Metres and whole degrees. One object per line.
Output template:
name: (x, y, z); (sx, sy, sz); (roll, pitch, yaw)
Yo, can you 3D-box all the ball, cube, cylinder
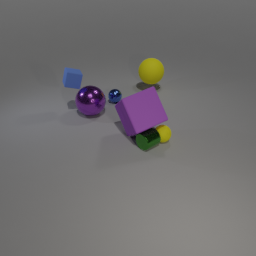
ball: (-1.721, -1.252, 12.888); (1.400, 1.400, 1.400); (0, 31, 0)
ball: (1.262, -3.083, 15.228); (1.400, 1.400, 1.400); (0, 31, 0)
cube: (-2.491, -2.229, 12.545); (0.700, 0.700, 0.700); (5, 27, -24)
cylinder: (0.775, 0.425, 10.736); (0.700, 0.700, 0.700); (-24, 38, -34)
ball: (1.366, 0.222, 11.086); (0.700, 0.700, 0.700); (0, 31, 0)
ball: (-0.657, -1.630, 14.191); (0.700, 0.700, 0.700); (0, 31, 0)
cube: (0.489, -0.616, 11.041); (1.400, 1.400, 1.400); (-24, 0, -15)
